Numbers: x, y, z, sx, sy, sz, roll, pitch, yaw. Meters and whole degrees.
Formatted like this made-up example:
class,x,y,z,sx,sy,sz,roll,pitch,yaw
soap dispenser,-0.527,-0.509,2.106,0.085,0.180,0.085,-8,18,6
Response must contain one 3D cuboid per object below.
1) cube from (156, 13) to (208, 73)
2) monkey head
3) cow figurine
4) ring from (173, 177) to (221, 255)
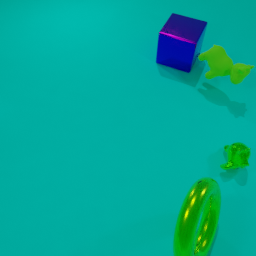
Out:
class,x,y,z,sx,sy,sz,roll,pitch,yaw
cube,1.861,-2.995,9.874,1.315,1.315,1.315,21,57,15
monkey head,2.825,0.743,7.457,0.819,1.139,0.686,-12,93,-8
cow figurine,3.030,-1.976,8.641,0.775,1.389,1.412,-25,94,-44
ring,1.508,2.013,5.930,0.397,1.983,1.983,11,52,33
